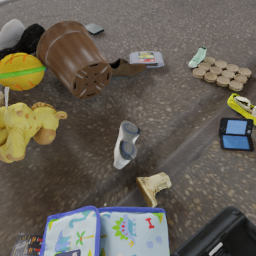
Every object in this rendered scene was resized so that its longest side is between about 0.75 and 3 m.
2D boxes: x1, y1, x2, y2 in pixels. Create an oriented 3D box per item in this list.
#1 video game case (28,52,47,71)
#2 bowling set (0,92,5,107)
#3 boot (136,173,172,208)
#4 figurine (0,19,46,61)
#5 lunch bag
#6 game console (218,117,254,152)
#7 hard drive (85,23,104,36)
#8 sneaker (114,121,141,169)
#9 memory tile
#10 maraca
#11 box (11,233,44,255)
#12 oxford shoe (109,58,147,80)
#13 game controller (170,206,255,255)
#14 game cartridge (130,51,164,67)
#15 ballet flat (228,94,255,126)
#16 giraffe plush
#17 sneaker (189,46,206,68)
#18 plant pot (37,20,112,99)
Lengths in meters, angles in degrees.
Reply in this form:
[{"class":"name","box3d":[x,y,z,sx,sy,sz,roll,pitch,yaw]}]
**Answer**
[{"class":"video game case","box3d":[-4.898,-3.276,13.646,2.110,0.188,1.510,0,45,0]},{"class":"bowling set","box3d":[-5.283,-0.999,10.759,1.488,2.772,1.929,-42,101,-24]},{"class":"boot","box3d":[0.888,1.831,8.496,0.992,0.464,1.276,-11,24,-13]},{"class":"figurine","box3d":[-5.801,-4.129,13.760,2.800,1.205,2.732,22,54,30]},{"class":"lunch bag","box3d":[-0.565,3.207,6.280,2.980,1.899,2.533,1,47,-1]},{"class":"game console","box3d":[3.922,0.210,10.034,1.192,1.027,0.708,4,20,3]},{"class":"hard drive","box3d":[-1.965,-5.604,15.886,0.741,0.175,1.061,-35,56,-29]},{"class":"sneaker","box3d":[-0.139,0.510,9.591,0.783,0.916,2.103,29,36,-8]},{"class":"memory tile","box3d":[4.337,-2.533,12.961,2.324,0.195,1.782,26,52,22]},{"class":"maraca","box3d":[-4.805,-2.349,11.914,2.864,1.532,1.964,1,17,30]},{"class":"box","box3d":[-2.217,3.659,6.871,1.528,0.482,1.937,3,47,3]},{"class":"oxford shoe","box3d":[-0.109,-2.723,12.693,2.045,0.863,0.743,-11,46,-12]},{"class":"game controller","box3d":[2.337,3.297,7.278,2.878,0.606,1.502,-30,68,-25]},{"class":"game cartridge","box3d":[0.894,-3.361,13.687,1.615,0.330,1.075,-2,42,-2]},{"class":"ballet flat","box3d":[4.747,-0.701,10.896,0.658,0.660,1.970,-29,53,-25]},{"class":"giraffe plush","box3d":[-3.328,-0.105,9.675,2.014,2.483,2.143,-1,25,-47]},{"class":"sneaker","box3d":[3.332,-3.441,13.442,0.462,0.741,1.256,30,55,24]},{"class":"plant pot","box3d":[-2.118,-2.708,11.733,2.529,2.529,2.504,-26,59,-22]}]
